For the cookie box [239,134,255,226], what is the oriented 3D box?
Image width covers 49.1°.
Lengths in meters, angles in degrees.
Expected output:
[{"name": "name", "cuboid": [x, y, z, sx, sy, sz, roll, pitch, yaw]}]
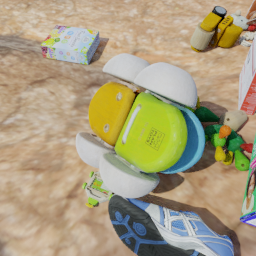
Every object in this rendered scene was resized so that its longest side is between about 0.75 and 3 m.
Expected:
[{"name": "cookie box", "cuboid": [3.676, 0.706, 5.304, 2.423, 1.064, 2.832, 16, 67, 9]}]

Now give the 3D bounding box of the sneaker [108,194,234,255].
[{"name": "sneaker", "cuboid": [0.745, 1.960, 5.255, 2.521, 0.955, 0.971, 27, 34, 20]}]

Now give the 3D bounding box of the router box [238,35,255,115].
[{"name": "router box", "cuboid": [3.407, -1.459, 7.539, 0.407, 1.496, 1.667, 12, 52, 10]}]

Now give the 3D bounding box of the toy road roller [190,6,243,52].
[{"name": "toy road roller", "cuboid": [2.972, -3.115, 9.243, 1.227, 1.033, 1.681, 36, 58, 12]}]

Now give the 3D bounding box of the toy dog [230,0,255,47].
[{"name": "toy dog", "cuboid": [4.898, -3.853, 9.679, 2.533, 1.220, 1.670, -10, 51, -8]}]

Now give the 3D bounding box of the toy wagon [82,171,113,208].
[{"name": "toy wagon", "cuboid": [-0.632, 1.343, 6.089, 0.710, 0.181, 0.915, 19, 54, 16]}]

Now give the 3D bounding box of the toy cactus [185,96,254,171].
[{"name": "toy cactus", "cuboid": [2.184, -0.076, 6.781, 1.939, 1.202, 2.350, -24, 47, -31]}]

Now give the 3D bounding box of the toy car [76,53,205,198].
[{"name": "toy car", "cuboid": [0.403, -0.020, 5.962, 2.163, 2.524, 2.884, 19, 8, -37]}]

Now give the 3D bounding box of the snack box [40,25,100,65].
[{"name": "snack box", "cuboid": [-1.862, -2.777, 9.249, 1.558, 0.527, 1.314, 11, 51, 7]}]
